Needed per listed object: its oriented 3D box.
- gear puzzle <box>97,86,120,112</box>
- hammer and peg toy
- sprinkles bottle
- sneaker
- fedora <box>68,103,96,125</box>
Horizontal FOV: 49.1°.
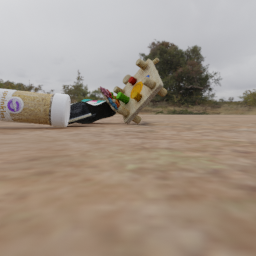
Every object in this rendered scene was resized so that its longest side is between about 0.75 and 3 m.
[{"bbox_3d":[-0.536,-1.122,11.009,0.283,1.119,2.160,-37,-3,8],"label":"gear puzzle"},{"bbox_3d":[0.362,-1.751,11.090,1.032,2.153,2.927,28,30,-28],"label":"hammer and peg toy"},{"bbox_3d":[-3.155,-0.612,8.073,2.858,0.975,0.975,5,3,-4],"label":"sprinkles bottle"},{"bbox_3d":[-1.798,-0.686,11.444,2.431,1.016,1.467,-10,5,-44],"label":"sneaker"},{"bbox_3d":[-1.712,-0.484,9.161,1.247,0.570,1.247,-16,7,2],"label":"fedora"}]
